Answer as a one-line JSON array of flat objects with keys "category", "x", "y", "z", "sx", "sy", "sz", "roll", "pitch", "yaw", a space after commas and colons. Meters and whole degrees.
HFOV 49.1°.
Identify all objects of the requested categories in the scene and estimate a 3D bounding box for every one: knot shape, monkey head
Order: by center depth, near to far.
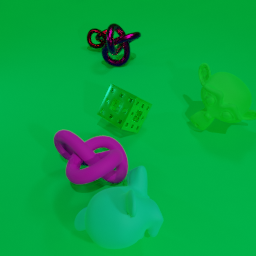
[{"category": "monkey head", "x": -0.132, "y": 1.256, "z": 4.633, "sx": 1.151, "sy": 1.911, "sz": 1.374, "roll": 15, "pitch": 59, "yaw": -30}, {"category": "knot shape", "x": -0.803, "y": 0.543, "z": 5.602, "sx": 1.565, "sy": 0.773, "sz": 1.672, "roll": 21, "pitch": 9, "yaw": 16}, {"category": "monkey head", "x": 2.206, "y": -0.617, "z": 6.789, "sx": 1.912, "sy": 1.375, "sz": 1.152, "roll": 44, "pitch": 46, "yaw": 2}, {"category": "knot shape", "x": -0.180, "y": -2.760, "z": 9.092, "sx": 1.364, "sy": 1.458, "sz": 0.674, "roll": -33, "pitch": 63, "yaw": -18}, {"category": "knot shape", "x": -0.874, "y": -3.198, "z": 9.953, "sx": 1.096, "sy": 1.025, "sz": 0.506, "roll": 18, "pitch": 68, "yaw": -20}]

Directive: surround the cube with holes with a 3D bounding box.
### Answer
[{"category": "cube with holes", "x": -0.074, "y": -0.459, "z": 6.838, "sx": 0.816, "sy": 0.816, "sz": 0.816, "roll": 31, "pitch": 8, "yaw": 30}]
